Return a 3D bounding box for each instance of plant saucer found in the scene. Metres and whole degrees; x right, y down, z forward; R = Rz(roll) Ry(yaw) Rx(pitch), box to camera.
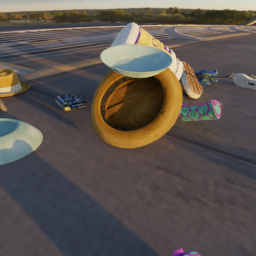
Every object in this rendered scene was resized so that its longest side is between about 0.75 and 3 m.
[{"bbox_3d":[0.219,-1.734,7.473,1.911,0.368,1.911,2,36,-1],"label":"plant saucer"},{"bbox_3d":[-3.972,0.236,8.298,2.740,0.527,2.740,0,24,0],"label":"plant saucer"}]

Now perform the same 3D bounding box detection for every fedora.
[{"bbox_3d":[0.299,-0.651,8.528,2.905,2.905,1.185,13,-8,26],"label":"fedora"},{"bbox_3d":[-5.699,-2.147,12.845,2.321,0.947,2.321,0,25,0],"label":"fedora"}]

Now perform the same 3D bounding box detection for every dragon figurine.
[{"bbox_3d":[3.930,-2.536,13.969,2.334,0.687,1.160,19,31,36],"label":"dragon figurine"}]

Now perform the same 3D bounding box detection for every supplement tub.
[{"bbox_3d":[0.572,-2.255,9.511,2.260,1.643,1.643,28,15,-24],"label":"supplement tub"}]

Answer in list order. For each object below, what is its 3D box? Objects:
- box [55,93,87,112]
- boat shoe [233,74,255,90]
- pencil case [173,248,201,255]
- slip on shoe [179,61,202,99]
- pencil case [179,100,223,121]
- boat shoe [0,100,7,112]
[{"bbox_3d":[-2.302,-1.054,11.295,0.958,0.277,1.205,-13,28,-26],"label":"box"},{"bbox_3d":[5.889,-2.208,13.456,0.543,0.602,1.704,-22,40,-38],"label":"boat shoe"},{"bbox_3d":[0.989,2.346,3.612,0.628,0.682,1.476,-30,26,1],"label":"pencil case"},{"bbox_3d":[2.641,-2.095,12.944,1.072,0.854,2.820,28,33,-25],"label":"slip on shoe"},{"bbox_3d":[2.392,-0.572,9.352,1.405,0.649,0.598,-6,19,45],"label":"pencil case"},{"bbox_3d":[-4.976,-0.838,10.884,0.309,0.326,0.862,-42,46,-6],"label":"boat shoe"}]
